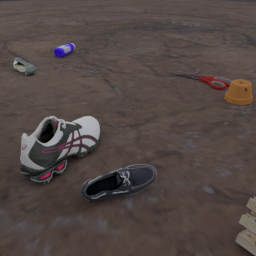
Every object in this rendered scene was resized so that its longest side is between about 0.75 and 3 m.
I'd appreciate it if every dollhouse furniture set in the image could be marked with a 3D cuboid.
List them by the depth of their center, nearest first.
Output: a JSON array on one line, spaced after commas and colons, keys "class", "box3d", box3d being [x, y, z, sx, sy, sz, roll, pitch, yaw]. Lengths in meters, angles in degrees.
[{"class": "dollhouse furniture set", "box3d": [2.280, 1.625, 4.595, 0.859, 0.936, 0.609, 3, 21, -45]}]

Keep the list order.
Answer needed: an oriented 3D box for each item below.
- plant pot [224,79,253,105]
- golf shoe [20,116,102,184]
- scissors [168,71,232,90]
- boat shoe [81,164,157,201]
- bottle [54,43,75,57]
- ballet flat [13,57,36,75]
[{"class": "plant pot", "box3d": [3.959, -1.306, 9.928, 0.944, 0.660, 0.944, -1, 31, 1]}, {"class": "golf shoe", "box3d": [-1.497, 0.198, 6.885, 1.036, 1.182, 2.685, 13, 32, 22]}, {"class": "scissors", "box3d": [3.076, -2.131, 11.851, 1.038, 0.198, 2.838, -27, 39, -34]}, {"class": "boat shoe", "box3d": [-0.149, 1.129, 5.711, 1.641, 0.596, 0.515, -13, -8, -10]}, {"class": "bottle", "box3d": [-3.355, -4.220, 15.055, 0.599, 0.468, 1.435, 11, 32, 20]}, {"class": "ballet flat", "box3d": [-4.796, -2.765, 12.509, 1.679, 0.566, 0.535, 25, 41, 34]}]
